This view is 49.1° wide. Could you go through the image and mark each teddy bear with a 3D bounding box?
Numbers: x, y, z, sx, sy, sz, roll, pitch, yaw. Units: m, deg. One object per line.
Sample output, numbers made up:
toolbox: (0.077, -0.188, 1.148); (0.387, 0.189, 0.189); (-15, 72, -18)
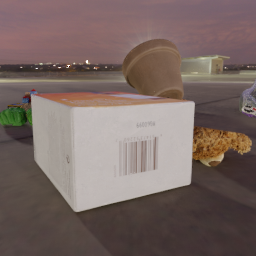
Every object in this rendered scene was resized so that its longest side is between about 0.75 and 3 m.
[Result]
teddy bear: (1.435, 0.293, 5.039); (1.331, 0.613, 1.836); (6, 3, -5)

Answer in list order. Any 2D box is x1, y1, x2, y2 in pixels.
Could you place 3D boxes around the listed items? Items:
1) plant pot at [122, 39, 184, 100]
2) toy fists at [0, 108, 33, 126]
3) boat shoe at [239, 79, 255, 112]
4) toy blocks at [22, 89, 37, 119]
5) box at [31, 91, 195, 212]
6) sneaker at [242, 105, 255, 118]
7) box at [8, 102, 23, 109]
plant pot: (1.113, -1.741, 10.203); (2.244, 2.244, 1.957); (-5, 56, -23)
toy fists: (-2.935, -0.350, 8.124); (1.573, 0.541, 0.802); (-2, 4, -4)
boat shoe: (5.297, -1.366, 10.898); (0.909, 1.045, 2.835); (14, 34, 42)
toy blocks: (-3.294, -0.866, 9.657); (0.668, 0.913, 1.336); (0, 12, 0)
box: (-0.380, 0.102, 4.163); (1.662, 1.161, 2.183); (-6, 13, -29)
sneaker: (3.929, -0.445, 8.615); (0.832, 0.335, 0.347); (26, -14, 20)
box: (-3.914, -0.813, 10.972); (1.014, 0.313, 1.270); (0, 11, 8)
